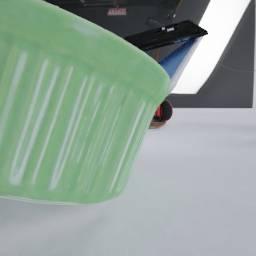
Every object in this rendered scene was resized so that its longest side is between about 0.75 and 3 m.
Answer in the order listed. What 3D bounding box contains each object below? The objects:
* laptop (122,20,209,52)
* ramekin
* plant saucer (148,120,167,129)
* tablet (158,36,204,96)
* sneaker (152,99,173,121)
[{"bbox_3d":[0.284,-1.300,6.502,2.935,1.516,2.601,-12,24,10],"label":"laptop"},{"bbox_3d":[-0.767,-0.177,2.229,2.023,0.988,2.023,17,-1,0],"label":"ramekin"},{"bbox_3d":[0.609,-0.110,8.568,1.141,0.209,1.141,0,4,0],"label":"plant saucer"},{"bbox_3d":[0.526,-0.910,5.323,1.779,0.187,2.734,-31,15,39],"label":"tablet"},{"bbox_3d":[0.186,-0.601,10.897,2.971,1.095,1.289,5,-7,-19],"label":"sneaker"}]
